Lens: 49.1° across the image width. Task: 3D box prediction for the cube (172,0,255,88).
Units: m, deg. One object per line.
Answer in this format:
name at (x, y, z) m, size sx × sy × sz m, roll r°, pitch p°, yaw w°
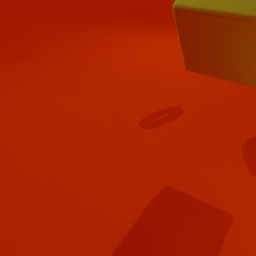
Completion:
cube at (1.578, -1.542, 3.823) m, size 1.340 × 1.340 × 1.340 m, roll 22°, pitch 74°, yaw 27°
